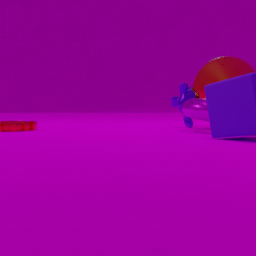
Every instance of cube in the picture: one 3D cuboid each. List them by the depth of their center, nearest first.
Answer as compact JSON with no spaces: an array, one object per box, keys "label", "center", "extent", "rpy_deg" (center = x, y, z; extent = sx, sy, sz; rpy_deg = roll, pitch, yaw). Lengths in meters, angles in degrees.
[{"label":"cube","center":[1.724,-0.317,4.072],"extent":[0.797,0.797,0.797],"rpy_deg":[-8,-1,-35]}]

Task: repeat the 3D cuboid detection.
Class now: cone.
[{"label":"cone","center":[2.379,-0.896,6.587],"extent":[1.675,1.675,1.681],"rpy_deg":[1,10,13]}]

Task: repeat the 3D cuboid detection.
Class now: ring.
[{"label":"ring","center":[2.086,-0.261,5.616],"extent":[1.998,0.400,1.998],"rpy_deg":[10,5,-1]}]

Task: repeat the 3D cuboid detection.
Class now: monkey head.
[{"label":"monkey head","center":[1.406,-0.611,6.992],"extent":[0.822,1.143,0.689],"rpy_deg":[-2,22,29]}]

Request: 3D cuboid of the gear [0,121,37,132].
[{"label":"gear","center":[-2.554,-0.048,6.121],"extent":[1.062,0.196,1.062],"rpy_deg":[0,3,0]}]
